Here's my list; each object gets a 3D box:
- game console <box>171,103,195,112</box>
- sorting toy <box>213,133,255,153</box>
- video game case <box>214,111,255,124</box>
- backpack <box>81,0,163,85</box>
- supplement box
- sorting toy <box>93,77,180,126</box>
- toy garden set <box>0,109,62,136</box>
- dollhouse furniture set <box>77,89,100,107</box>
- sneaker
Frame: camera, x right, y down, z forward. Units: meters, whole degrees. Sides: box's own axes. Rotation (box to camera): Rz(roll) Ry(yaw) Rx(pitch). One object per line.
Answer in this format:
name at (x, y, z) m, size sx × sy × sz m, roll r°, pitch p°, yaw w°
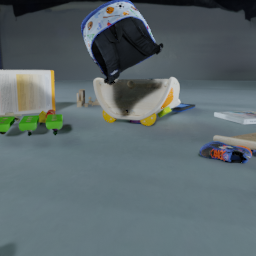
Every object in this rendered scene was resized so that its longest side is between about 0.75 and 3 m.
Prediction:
game console at (2.029, -1.359, 12.473) m, size 1.497 × 1.038 × 1.754 m, roll 7°, pitch 14°, yaw 34°
sorting toy at (3.209, 0.424, 5.564) m, size 1.812 × 0.361 × 2.451 m, roll -2°, pitch 8°, yaw -31°
video game case at (4.189, -0.386, 9.858) m, size 1.566 × 0.204 × 1.720 m, roll -3°, pitch 11°, yaw -15°
backpack at (-0.231, -2.021, 6.196) m, size 1.664 × 1.282 × 1.585 m, roll -33°, pitch -19°, yaw 4°
supplement box at (-4.368, -1.430, 11.071) m, size 2.749 × 1.733 × 1.011 m, roll -9°, pitch 16°, yaw -39°
sorting toy at (0.625, -0.913, 9.871) m, size 2.821 × 1.507 × 2.539 m, roll 5°, pitch 5°, yaw 30°
toy garden set at (-3.069, -0.098, 7.947) m, size 2.367 × 0.472 × 1.974 m, roll -3°, pitch 14°, yaw -13°
dollhouse furniture set at (-1.553, -1.468, 13.580) m, size 1.622 × 0.792 × 1.383 m, roll 1°, pitch 12°, yaw 4°
sneaker at (1.862, 0.482, 5.363) m, size 0.970 × 0.365 × 0.380 m, roll 2°, pitch 17°, yaw 18°
